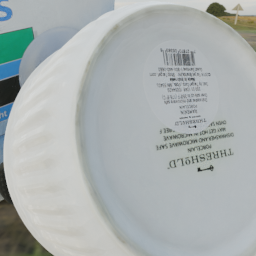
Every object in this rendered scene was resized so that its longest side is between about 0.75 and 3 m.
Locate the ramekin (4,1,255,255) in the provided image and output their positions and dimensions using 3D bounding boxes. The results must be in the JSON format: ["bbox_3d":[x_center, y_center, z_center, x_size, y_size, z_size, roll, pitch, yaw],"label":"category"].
[{"bbox_3d":[0.272,0.150,2.704,2.647,2.647,1.389,-13,-3,-29],"label":"ramekin"}]

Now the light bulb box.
[{"bbox_3d":[-1.859,-0.772,4.174,2.938,2.964,1.850,-30,51,-34],"label":"light bulb box"}]

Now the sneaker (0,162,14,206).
[{"bbox_3d":[-0.434,0.596,4.423,2.793,0.933,1.497,4,24,-7],"label":"sneaker"}]
